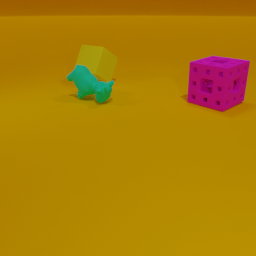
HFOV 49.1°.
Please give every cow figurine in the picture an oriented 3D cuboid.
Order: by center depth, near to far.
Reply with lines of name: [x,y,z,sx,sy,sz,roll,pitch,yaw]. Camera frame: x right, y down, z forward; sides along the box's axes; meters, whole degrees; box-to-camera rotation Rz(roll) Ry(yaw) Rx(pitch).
cow figurine: [-1.185,-1.455,9.002,0.803,1.463,1.439,-39,12,-39]

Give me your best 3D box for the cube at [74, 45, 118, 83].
cube: [-1.235,-2.465,10.880,1.087,1.087,1.087,15,-3,31]

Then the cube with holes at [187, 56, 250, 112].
cube with holes: [2.805,-1.441,8.772,1.289,1.289,1.289,-23,32,-38]
